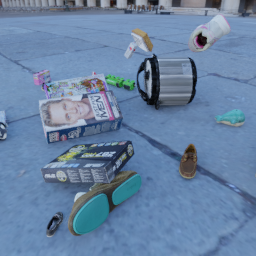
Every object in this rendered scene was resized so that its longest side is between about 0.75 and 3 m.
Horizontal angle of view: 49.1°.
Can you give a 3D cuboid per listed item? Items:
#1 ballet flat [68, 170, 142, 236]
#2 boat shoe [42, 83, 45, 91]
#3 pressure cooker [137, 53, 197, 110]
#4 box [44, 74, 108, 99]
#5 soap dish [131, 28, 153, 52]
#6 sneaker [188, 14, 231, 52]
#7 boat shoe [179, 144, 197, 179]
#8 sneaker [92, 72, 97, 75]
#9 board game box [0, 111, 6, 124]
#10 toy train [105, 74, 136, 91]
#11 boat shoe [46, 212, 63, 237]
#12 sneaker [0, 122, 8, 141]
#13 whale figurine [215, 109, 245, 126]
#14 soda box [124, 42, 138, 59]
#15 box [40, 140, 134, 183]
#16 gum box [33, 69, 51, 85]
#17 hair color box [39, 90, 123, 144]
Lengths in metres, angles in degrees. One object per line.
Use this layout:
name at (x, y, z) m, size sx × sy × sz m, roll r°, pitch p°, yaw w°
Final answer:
ballet flat at (-0.744, 1.807, 7.330) m, size 0.984 × 0.922 × 2.720 m, roll 7°, pitch 24°, yaw 37°
boat shoe at (-3.993, -2.244, 15.225) m, size 1.434 × 0.446 × 0.535 m, roll 3°, pitch 27°, yaw 2°
pressure cooker at (1.707, -2.241, 13.215) m, size 2.618 × 2.339 × 2.303 m, roll -2°, pitch 32°, yaw -6°
box at (-2.057, -1.235, 12.044) m, size 2.654 × 1.816 × 0.519 m, roll -14°, pitch -9°, yaw -25°
soap dish at (0.730, -4.330, 13.798) m, size 0.462 × 1.138 × 0.895 m, roll -47°, pitch 55°, yaw -2°
sneaker at (2.305, -2.818, 8.809) m, size 0.857 × 0.790 × 1.942 m, roll -37°, pitch 3°, yaw -11°
boat shoe at (1.962, 1.038, 9.055) m, size 0.553 × 0.519 × 1.536 m, roll 7°, pitch 29°, yaw 13°
sneaker at (-1.781, -2.918, 16.532) m, size 0.711 × 0.482 × 1.230 m, roll 1°, pitch 40°, yaw -7°
board game box at (-5.822, -0.301, 11.812) m, size 1.228 × 0.253 × 1.231 m, roll -10°, pitch 30°, yaw -18°
toy train at (-0.510, -2.578, 15.849) m, size 2.259 × 0.471 × 0.637 m, roll 21°, pitch 47°, yaw 36°
boat shoe at (-1.814, 2.335, 6.965) m, size 0.263 × 0.224 × 0.786 m, roll 4°, pitch 29°, yaw 8°
sneaker at (-5.139, 0.234, 10.284) m, size 1.222 × 0.749 × 1.877 m, roll -4°, pitch 17°, yaw 11°
whale figurine at (4.286, -0.468, 11.739) m, size 1.193 × 0.619 × 0.949 m, roll 2°, pitch 28°, yaw 4°
soda box at (0.136, -3.516, 12.691) m, size 0.251 × 0.790 × 0.269 m, roll -28°, pitch 74°, yaw -38°
box at (-1.156, 1.001, 8.351) m, size 2.231 × 0.548 × 1.798 m, roll -5°, pitch 20°, yaw 27°
gum box at (-5.003, -2.982, 16.394) m, size 0.361 × 0.620 × 1.093 m, roll 13°, pitch 31°, yaw 22°
hair color box at (-1.816, -0.483, 10.868) m, size 2.934 × 0.888 × 1.467 m, roll -12°, pitch 61°, yaw -20°
